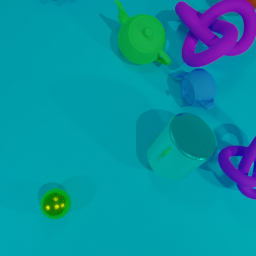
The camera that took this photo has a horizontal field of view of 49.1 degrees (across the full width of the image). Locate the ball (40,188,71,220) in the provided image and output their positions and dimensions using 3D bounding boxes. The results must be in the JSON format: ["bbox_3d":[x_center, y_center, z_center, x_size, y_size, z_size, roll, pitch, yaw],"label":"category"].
[{"bbox_3d":[-1.696,1.774,6.567,0.722,0.722,0.722,0,82,0],"label":"ball"}]

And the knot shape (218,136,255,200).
[{"bbox_3d":[2.674,0.827,6.172,1.497,0.739,1.600,1,85,-22],"label":"knot shape"}]

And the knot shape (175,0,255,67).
[{"bbox_3d":[1.984,-2.231,6.678,2.076,0.959,1.943,17,63,10],"label":"knot shape"}]

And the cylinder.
[{"bbox_3d":[1.181,0.443,6.331,1.168,1.168,1.168,12,55,-17],"label":"cylinder"}]

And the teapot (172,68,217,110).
[{"bbox_3d":[1.604,-0.961,6.781,0.754,0.957,1.539,-16,49,-13],"label":"teapot"}]

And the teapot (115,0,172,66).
[{"bbox_3d":[0.344,-2.276,6.885,1.981,0.970,1.232,45,83,-9],"label":"teapot"}]

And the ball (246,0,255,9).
[{"bbox_3d":[3.149,-3.532,6.786,1.209,1.209,1.209,0,82,0],"label":"ball"}]
